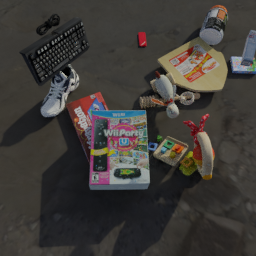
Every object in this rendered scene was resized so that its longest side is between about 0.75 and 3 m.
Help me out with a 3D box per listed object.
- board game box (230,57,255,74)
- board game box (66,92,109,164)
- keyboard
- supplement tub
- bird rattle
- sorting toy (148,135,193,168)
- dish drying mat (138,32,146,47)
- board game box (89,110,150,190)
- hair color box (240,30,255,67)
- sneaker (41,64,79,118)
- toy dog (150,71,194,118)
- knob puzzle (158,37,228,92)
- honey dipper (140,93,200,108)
[{"bbox_3d":[5.013,-2.726,12.145,1.023,0.187,0.774,2,64,2],"label":"board game box"},{"bbox_3d":[-1.224,0.008,10.717,1.475,0.279,2.865,-22,65,-10],"label":"board game box"},{"bbox_3d":[-2.048,-2.466,8.177,0.320,1.498,2.495,5,41,33],"label":"keyboard"},{"bbox_3d":[3.915,-4.679,12.670,1.021,1.021,1.666,19,64,9],"label":"supplement tub"},{"bbox_3d":[2.519,0.706,9.349,1.230,2.183,1.780,2,23,-4],"label":"bird rattle"},{"bbox_3d":[1.544,0.788,10.088,1.777,0.242,1.000,26,60,29],"label":"sorting toy"},{"bbox_3d":[0.661,-4.088,12.897,0.326,0.077,0.848,-3,63,0],"label":"dish drying mat"},{"bbox_3d":[-0.318,0.735,9.735,1.966,0.857,2.665,-1,64,-2],"label":"board game box"},{"bbox_3d":[3.641,-2.367,8.361,0.283,0.461,0.932,14,84,12],"label":"hair color box"},{"bbox_3d":[-2.742,-1.573,10.852,0.890,1.452,2.231,31,67,15],"label":"sneaker"},{"bbox_3d":[1.441,-1.441,10.758,1.345,0.983,2.040,-42,50,6],"label":"toy dog"},{"bbox_3d":[2.976,-2.451,11.882,2.928,0.406,2.928,0,63,0],"label":"knob puzzle"},{"bbox_3d":[1.709,-1.176,11.223,2.463,0.468,0.468,-9,63,-6],"label":"honey dipper"}]
